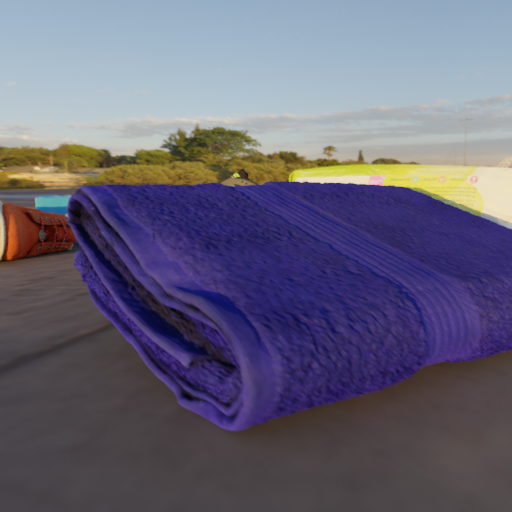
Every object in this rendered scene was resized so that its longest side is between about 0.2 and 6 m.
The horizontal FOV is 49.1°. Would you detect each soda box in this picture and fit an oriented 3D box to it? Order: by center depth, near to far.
[{"bbox_3d":[-3.132,-0.822,12.097,2.953,1.002,0.947,-3,9,-15],"label":"soda box"}]

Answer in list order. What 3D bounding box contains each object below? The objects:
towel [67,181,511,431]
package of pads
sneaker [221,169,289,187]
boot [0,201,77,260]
[{"bbox_3d":[0.748,0.186,5.183,4.232,1.048,3.125,-5,27,-34],"label":"towel"},{"bbox_3d":[2.901,-0.649,9.018,4.170,1.422,3.222,7,6,43],"label":"package of pads"},{"bbox_3d":[-0.708,-1.378,13.919,3.741,1.550,1.326,-2,7,-11],"label":"sneaker"},{"bbox_3d":[-3.932,-0.452,9.996,1.463,1.024,2.728,3,7,-14],"label":"boot"}]
